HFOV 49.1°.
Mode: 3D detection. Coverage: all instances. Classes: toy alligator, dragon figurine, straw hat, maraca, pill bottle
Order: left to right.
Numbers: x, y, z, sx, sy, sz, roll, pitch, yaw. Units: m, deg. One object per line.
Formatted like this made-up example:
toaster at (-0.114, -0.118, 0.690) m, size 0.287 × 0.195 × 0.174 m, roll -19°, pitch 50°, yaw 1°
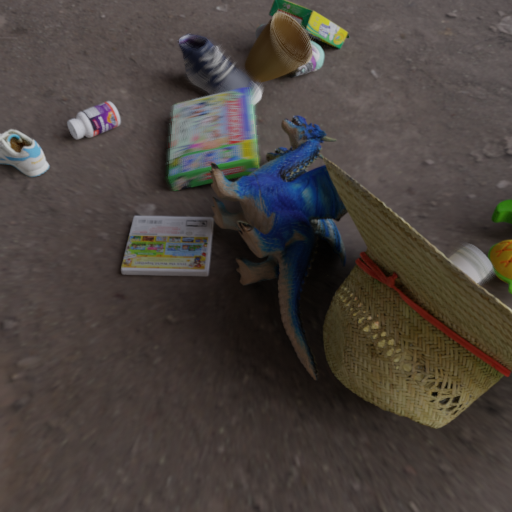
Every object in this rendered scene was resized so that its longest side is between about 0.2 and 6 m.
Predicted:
pill bottle at (-3.322, -2.742, 11.444) m, size 0.960 × 0.535 × 0.535 m, roll -32°, pitch 54°, yaw -26°
dragon figurine at (0.732, -0.584, 8.820) m, size 2.368 × 1.402 × 4.762 m, roll -15°, pitch 47°, yaw -14°
straw hat at (1.888, 0.955, 6.877) m, size 1.924 × 4.546 × 4.546 m, roll -50°, pitch 55°, yaw 11°
maraca at (4.044, 0.193, 8.665) m, size 0.748 × 0.584 × 1.091 m, roll -13°, pitch 50°, yaw 2°
toy alligator at (5.732, -0.851, 9.274) m, size 3.708 × 1.100 × 1.006 m, roll -13°, pitch 51°, yaw -12°

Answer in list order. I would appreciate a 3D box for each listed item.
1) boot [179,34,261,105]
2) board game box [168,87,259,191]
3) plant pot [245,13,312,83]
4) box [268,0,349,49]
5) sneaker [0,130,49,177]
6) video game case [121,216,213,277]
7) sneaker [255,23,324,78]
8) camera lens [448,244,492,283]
boot at (-0.858, -4.052, 12.230) m, size 2.225 × 1.005 × 0.809 m, roll 32°, pitch 68°, yaw 31°
board game box at (-0.831, -2.342, 10.937) m, size 1.645 × 0.356 × 2.444 m, roll -12°, pitch 47°, yaw 8°
plant pot at (0.370, -4.323, 12.043) m, size 1.161 × 1.246 × 1.161 m, roll 19°, pitch 59°, yaw -35°
box at (1.360, -5.638, 13.703) m, size 1.211 × 0.499 × 2.064 m, roll 35°, pitch 24°, yaw 29°
sneaker at (-4.745, -2.116, 10.759) m, size 1.691 × 0.683 × 0.647 m, roll 20°, pitch 51°, yaw 19°
video game case at (-1.441, -0.179, 9.305) m, size 1.389 × 0.159 × 1.264 m, roll 1°, pitch 47°, yaw 0°
sneaker at (0.427, -4.803, 13.198) m, size 2.040 × 0.793 × 1.427 m, roll 35°, pitch 55°, yaw 29°
camera lens at (2.976, 0.216, 8.069) m, size 0.651 × 0.521 × 0.521 m, roll -40°, pitch 54°, yaw 2°
